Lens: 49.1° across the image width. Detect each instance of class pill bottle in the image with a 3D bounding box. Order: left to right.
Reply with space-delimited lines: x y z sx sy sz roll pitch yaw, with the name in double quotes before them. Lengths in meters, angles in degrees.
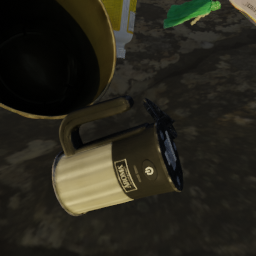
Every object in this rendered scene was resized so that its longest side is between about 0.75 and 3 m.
"pill bottle" -0.307 -2.422 6.238 0.908 1.622 0.908 7 14 -2

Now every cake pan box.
"cake pan box" 2.835 -2.235 5.696 1.591 0.452 1.727 4 45 -46

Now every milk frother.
"milk frother" -0.047 0.267 3.255 1.202 1.278 1.153 -18 80 19

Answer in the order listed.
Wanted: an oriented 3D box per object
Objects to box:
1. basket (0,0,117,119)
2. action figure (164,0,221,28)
"basket" -1.620 -1.164 4.722 1.975 2.904 2.618 -41 96 -15
"action figure" 2.047 -3.653 8.819 1.759 0.481 1.039 1 67 40
